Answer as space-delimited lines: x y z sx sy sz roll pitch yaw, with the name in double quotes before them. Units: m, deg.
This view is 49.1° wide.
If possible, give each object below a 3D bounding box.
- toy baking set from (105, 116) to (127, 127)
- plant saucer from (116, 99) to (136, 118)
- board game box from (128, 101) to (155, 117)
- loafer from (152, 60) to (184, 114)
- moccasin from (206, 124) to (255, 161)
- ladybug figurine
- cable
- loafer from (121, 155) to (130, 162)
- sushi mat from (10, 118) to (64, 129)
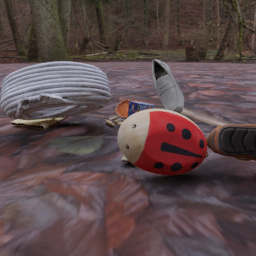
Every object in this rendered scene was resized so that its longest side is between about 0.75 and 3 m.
"toy baking set" -0.289 -0.196 8.924 0.859 0.130 1.119 -6 16 -30
"plant saucer" -0.012 -0.631 9.360 0.795 0.128 0.795 -7 52 9
"board game box" 0.348 -0.317 7.313 0.280 0.908 0.908 17 23 32
"loafer" 1.264 -1.405 9.513 0.807 0.808 2.312 32 33 -44
"moccasin" 2.585 0.338 5.282 2.197 0.804 0.848 -1 -4 -4
"ladybug figurine" 0.699 0.298 5.001 1.766 1.199 0.635 11 7 -14
"cable" -1.958 -0.887 7.702 2.932 1.015 2.933 -7 -4 -44
"loafer" 0.224 0.526 5.906 0.908 0.310 0.344 -8 0 -40
"sushi mat" -2.740 -0.407 9.493 1.193 0.151 2.494 6 17 12
